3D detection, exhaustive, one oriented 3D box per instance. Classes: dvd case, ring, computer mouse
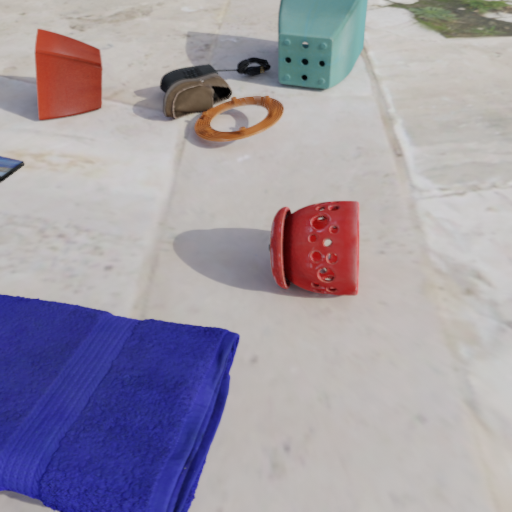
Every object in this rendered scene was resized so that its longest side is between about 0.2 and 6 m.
[{"bbox_3d":[-4.987,-1.481,10.234,0.877,0.108,1.229,14,41,15],"label":"dvd case"},{"bbox_3d":[-0.363,-2.846,11.359,1.860,0.178,1.860,-9,38,7],"label":"ring"},{"bbox_3d":[-0.871,-4.188,13.236,3.030,0.516,0.888,-20,0,-28],"label":"computer mouse"}]

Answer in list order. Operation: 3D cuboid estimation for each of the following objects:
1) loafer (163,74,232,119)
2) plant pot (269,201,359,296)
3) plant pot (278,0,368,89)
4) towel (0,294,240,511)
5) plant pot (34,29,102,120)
[{"bbox_3d":[-1.230,-3.484,12.181,0.678,0.697,1.910,30,49,27],"label":"loafer"},{"bbox_3d":[0.838,-0.103,7.698,1.175,1.290,1.290,0,39,13],"label":"plant pot"},{"bbox_3d":[1.469,-5.375,13.591,1.986,1.985,2.810,11,48,13],"label":"plant pot"},{"bbox_3d":[-2.060,1.563,6.083,3.408,0.844,2.517,9,34,11],"label":"towel"},{"bbox_3d":[-4.063,-3.924,12.229,1.329,1.508,1.506,-2,39,-18],"label":"plant pot"}]
